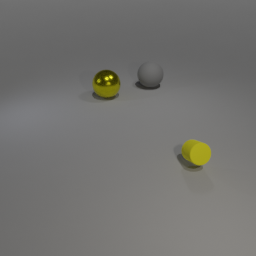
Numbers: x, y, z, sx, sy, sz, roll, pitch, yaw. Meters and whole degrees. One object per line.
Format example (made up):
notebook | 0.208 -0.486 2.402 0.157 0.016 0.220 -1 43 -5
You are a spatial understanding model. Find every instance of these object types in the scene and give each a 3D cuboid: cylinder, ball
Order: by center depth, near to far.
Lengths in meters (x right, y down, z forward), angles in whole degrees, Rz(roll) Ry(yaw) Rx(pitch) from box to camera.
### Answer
cylinder | 2.125 0.753 8.769 0.700 0.700 0.700 -6 7 -11
ball | -1.061 -2.172 13.798 1.400 1.400 1.400 0 29 0
ball | 1.205 -2.885 15.061 1.400 1.400 1.400 0 29 0
